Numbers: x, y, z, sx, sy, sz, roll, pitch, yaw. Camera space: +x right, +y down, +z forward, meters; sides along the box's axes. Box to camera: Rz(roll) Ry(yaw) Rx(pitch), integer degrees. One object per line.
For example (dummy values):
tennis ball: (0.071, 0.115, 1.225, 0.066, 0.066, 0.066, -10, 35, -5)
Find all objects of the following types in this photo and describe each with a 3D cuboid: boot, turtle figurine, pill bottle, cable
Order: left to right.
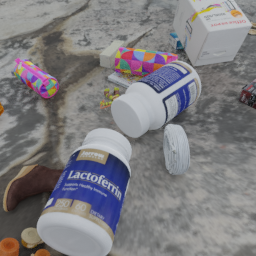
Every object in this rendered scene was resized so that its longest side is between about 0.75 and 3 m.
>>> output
boot: (-2.362, 1.526, 7.180, 1.218, 0.530, 1.464, 4, 40, 7)
pill bottle: (-0.823, 1.386, 6.553, 1.595, 1.595, 2.756, 8, 43, 9)
turtle figurine: (-0.359, -1.038, 9.980, 1.467, 0.473, 1.183, -19, 38, -8)
pill bottle: (0.921, -0.935, 9.013, 2.815, 1.629, 1.629, -34, 53, -31)
cable: (1.274, 0.566, 7.569, 0.478, 1.380, 1.380, -4, 55, -2)

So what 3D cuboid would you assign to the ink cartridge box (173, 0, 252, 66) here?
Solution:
ink cartridge box: (3.453, -4.367, 11.984, 1.996, 1.961, 2.711, -12, 61, -12)

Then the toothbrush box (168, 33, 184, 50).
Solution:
toothbrush box: (2.622, -4.206, 13.365, 1.123, 0.479, 0.822, -13, 45, -15)

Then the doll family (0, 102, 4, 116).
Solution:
doll family: (-4.798, -0.570, 9.399, 1.154, 0.838, 1.859, -34, 34, -22)

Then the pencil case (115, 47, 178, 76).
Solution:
pencil case: (0.683, -2.498, 10.873, 2.472, 1.093, 1.093, 11, 44, 10)

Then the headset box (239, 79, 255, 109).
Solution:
headset box: (4.803, -1.157, 10.046, 1.061, 0.550, 1.425, -33, 54, -30)

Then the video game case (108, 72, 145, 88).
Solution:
video game case: (0.357, -2.139, 11.352, 1.599, 0.201, 1.757, 27, 49, 26)

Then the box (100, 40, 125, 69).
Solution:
box: (-0.658, -3.244, 12.245, 0.514, 0.617, 1.503, 17, 44, 18)

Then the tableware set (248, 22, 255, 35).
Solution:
tableware set: (6.938, -5.108, 14.547, 1.567, 0.182, 1.309, 17, 45, 18)

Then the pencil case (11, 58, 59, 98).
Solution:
pencil case: (-3.532, -1.900, 10.618, 2.077, 0.918, 0.918, 33, 52, 30)

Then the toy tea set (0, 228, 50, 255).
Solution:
toy tea set: (-2.072, 2.933, 5.789, 1.046, 0.651, 1.759, 1, 29, -45)
